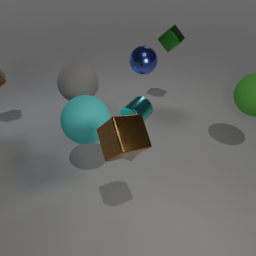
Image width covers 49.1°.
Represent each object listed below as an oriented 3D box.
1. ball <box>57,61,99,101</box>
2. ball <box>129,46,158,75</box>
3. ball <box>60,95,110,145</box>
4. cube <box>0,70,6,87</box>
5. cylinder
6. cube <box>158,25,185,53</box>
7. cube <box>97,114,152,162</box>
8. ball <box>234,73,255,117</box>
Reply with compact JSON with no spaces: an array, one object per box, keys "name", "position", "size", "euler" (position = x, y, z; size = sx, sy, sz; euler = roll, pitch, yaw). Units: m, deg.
[{"name":"ball","position":[-1.689,-1.550,9.500],"size":[1.400,1.400,1.400],"euler":[0,33,0]},{"name":"ball","position":[0.384,-1.680,6.953],"size":[0.700,0.700,0.700],"euler":[0,33,0]},{"name":"ball","position":[-1.207,-0.231,7.973],"size":[1.400,1.400,1.400],"euler":[0,33,0]},{"name":"cube","position":[-4.978,-1.848,10.194],"size":[0.700,0.700,0.700],"euler":[-36,45,2]},{"name":"cylinder","position":[0.250,-0.446,7.987],"size":[0.700,0.700,0.700],"euler":[19,43,27]},{"name":"cube","position":[1.763,-3.636,11.382],"size":[0.700,0.700,0.700],"euler":[-31,13,40]},{"name":"cube","position":[-0.087,0.193,5.474],"size":[0.700,0.700,0.700],"euler":[-8,74,-36]},{"name":"ball","position":[4.147,-1.070,9.021],"size":[1.400,1.400,1.400],"euler":[0,33,0]}]
